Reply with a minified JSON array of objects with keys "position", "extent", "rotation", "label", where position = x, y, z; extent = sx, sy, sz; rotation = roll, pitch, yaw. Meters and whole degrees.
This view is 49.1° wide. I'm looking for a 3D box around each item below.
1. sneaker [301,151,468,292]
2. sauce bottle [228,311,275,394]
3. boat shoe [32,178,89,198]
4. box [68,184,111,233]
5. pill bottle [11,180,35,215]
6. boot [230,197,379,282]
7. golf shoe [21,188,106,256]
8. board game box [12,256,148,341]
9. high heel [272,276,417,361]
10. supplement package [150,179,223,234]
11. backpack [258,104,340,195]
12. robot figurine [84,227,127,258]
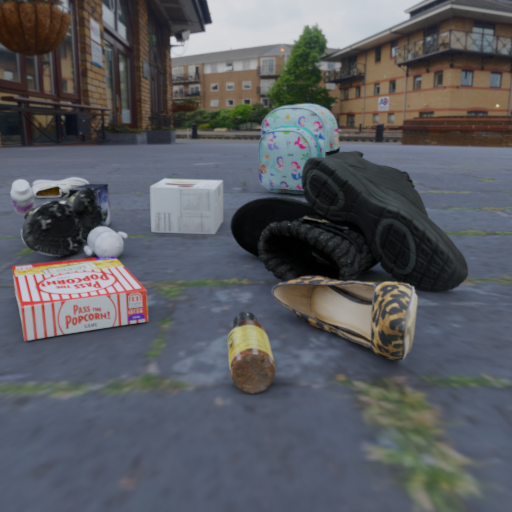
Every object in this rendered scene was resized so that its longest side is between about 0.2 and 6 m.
[{"position":[2.175,-0.738,8.857],"extent":[1.399,1.171,3.083],"rotation":[-29,64,-33],"label":"sneaker"},{"position":[-0.078,0.967,5.979],"extent":[0.466,0.466,1.411],"rotation":[-1,12,-4],"label":"sauce bottle"},{"position":[-6.214,-2.100,17.920],"extent":[1.765,0.626,0.616],"rotation":[-3,41,-26],"label":"boat shoe"},{"position":[-3.823,-1.121,12.974],"extent":[0.621,1.007,0.999],"rotation":[0,15,3],"label":"box"},{"position":[-4.721,-1.189,11.317],"extent":[0.411,0.732,0.411],"rotation":[7,54,-10],"label":"pill bottle"},{"position":[0.470,-0.221,9.154],"extent":[3.039,1.143,2.272],"rotation":[8,17,28],"label":"boot"},{"position":[-4.045,-0.512,11.076],"extent":[1.335,1.099,2.826],"rotation":[-18,12,10],"label":"golf shoe"},{"position":[-2.469,0.508,7.685],"extent":[1.507,0.461,1.989],"rotation":[-7,16,-25],"label":"board game box"},{"position":[0.885,0.611,6.304],"extent":[1.668,0.836,2.341],"rotation":[9,-1,9],"label":"high heel"},{"position":[-1.578,-1.178,13.055],"extent":[1.456,1.071,1.392],"rotation":[2,16,4],"label":"supplement package"},{"position":[1.355,-3.473,18.320],"extent":[2.589,2.917,2.196],"rotation":[9,16,29],"label":"backpack"},{"position":[-2.805,-0.231,10.422],"extent":[0.819,0.545,0.966],"rotation":[-31,26,-21],"label":"robot figurine"}]
